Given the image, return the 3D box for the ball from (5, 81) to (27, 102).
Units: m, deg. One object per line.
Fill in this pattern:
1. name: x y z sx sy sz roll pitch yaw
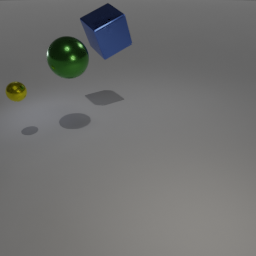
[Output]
1. ball: -3.846 -1.253 9.649 0.700 0.700 0.700 0 28 0

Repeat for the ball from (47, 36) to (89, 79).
1. ball: -2.021 -2.368 9.462 1.400 1.400 1.400 0 28 0

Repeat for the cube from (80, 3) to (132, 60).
1. cube: -0.877 -3.952 11.460 1.400 1.400 1.400 -33 51 -10
